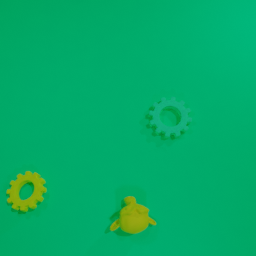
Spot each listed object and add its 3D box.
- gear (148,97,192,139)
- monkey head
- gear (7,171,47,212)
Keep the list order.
[{"bbox_3d":[1.285,-0.322,8.579,1.284,0.237,1.284,0,72,0],"label":"gear"},{"bbox_3d":[0.124,2.351,7.534,1.272,0.915,0.767,-3,111,-13],"label":"monkey head"},{"bbox_3d":[-2.820,1.751,7.788,1.072,0.198,1.072,-5,62,9],"label":"gear"}]
